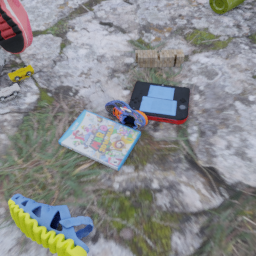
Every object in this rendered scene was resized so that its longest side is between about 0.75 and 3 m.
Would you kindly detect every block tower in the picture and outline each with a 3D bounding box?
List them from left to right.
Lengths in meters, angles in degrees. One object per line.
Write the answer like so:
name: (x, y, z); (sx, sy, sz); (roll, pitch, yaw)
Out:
block tower: (1.194, -2.665, 10.738); (1.819, 0.491, 0.526); (-1, 50, 0)

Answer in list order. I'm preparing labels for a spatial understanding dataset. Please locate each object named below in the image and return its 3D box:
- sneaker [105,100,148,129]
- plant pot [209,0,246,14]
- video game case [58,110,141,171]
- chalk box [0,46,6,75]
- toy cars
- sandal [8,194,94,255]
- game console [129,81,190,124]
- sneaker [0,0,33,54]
sneaker: (-0.121, -0.427, 8.805); (1.497, 0.564, 0.587); (24, 37, 20)
plant pot: (4.661, -6.209, 13.070); (1.632, 1.632, 1.572); (34, 70, 24)
video game case: (-0.841, 0.302, 8.528); (2.062, 0.184, 1.476); (22, 54, 17)
chalk box: (-5.380, -2.228, 9.846); (1.324, 1.330, 2.138); (-2, 49, -1)
toy cars: (-3.973, -1.525, 9.893); (0.838, 0.414, 1.870); (12, 55, 13)
sandal: (-1.759, 2.225, 6.588); (2.373, 0.943, 1.033); (28, 47, 14)
game console: (1.071, -0.919, 9.449); (1.959, 0.304, 1.733); (10, 52, 7)
sneaker: (-3.119, -3.099, 7.038); (0.887, 2.406, 1.043); (-12, 22, 12)
